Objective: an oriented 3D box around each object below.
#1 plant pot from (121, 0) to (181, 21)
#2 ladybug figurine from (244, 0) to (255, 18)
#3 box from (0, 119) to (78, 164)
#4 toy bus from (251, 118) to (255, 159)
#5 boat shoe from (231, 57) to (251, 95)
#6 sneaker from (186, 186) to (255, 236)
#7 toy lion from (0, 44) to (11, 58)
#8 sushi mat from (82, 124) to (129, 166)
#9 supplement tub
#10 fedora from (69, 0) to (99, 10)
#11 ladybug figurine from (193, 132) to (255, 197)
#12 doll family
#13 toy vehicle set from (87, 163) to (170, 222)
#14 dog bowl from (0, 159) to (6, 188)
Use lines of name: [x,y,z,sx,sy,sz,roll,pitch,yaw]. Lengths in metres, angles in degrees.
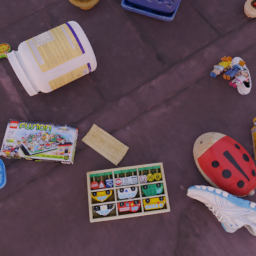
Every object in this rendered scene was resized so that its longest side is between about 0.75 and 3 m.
plant pot: [1.205,-6.299,11.746,2.805,2.522,2.805,18,71,6]
ladybug figurine: [5.758,-5.425,12.487,1.454,0.523,0.987,-38,74,-13]
box: [-3.231,0.505,10.349,2.570,0.446,1.415,4,70,2]
toy bus: [4.915,0.376,10.320,0.489,0.588,1.502,2,70,2]
boat shoe: [4.635,-2.198,11.286,0.622,0.553,1.691,-9,70,-3]
sneaker: [3.199,2.754,9.266,2.751,1.031,1.192,19,76,7]
toy lion: [-5.352,-3.237,11.859,0.778,0.267,0.745,-22,64,-8]
sushi mat: [-0.850,0.614,10.494,1.690,0.102,0.809,34,74,12]
supplement tub: [-2.831,-2.589,10.642,2.787,2.026,2.026,-28,72,-10]
fedora: [-1.942,-5.862,12.571,1.618,0.660,1.618,0,68,0]
ladybug figurine: [3.480,1.220,9.810,1.808,0.958,2.664,-38,74,-13]
doll family: [4.067,-2.349,11.060,0.975,0.708,1.571,-40,53,-14]
toy vehicle set: [-0.018,2.223,9.767,2.719,0.360,1.689,-7,70,-3]
dog bowl: [-4.696,1.651,10.021,0.632,0.281,1.135,-14,70,-5]
